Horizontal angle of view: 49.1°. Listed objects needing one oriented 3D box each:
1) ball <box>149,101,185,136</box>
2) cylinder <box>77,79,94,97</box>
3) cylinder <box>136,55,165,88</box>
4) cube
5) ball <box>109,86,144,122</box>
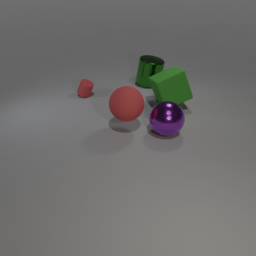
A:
[{"bbox_3d":[1.537,-0.372,11.080,1.400,1.400,1.400,0,30,0],"label":"ball"},{"bbox_3d":[-2.193,-2.056,14.443,0.700,0.700,0.700,19,33,-13],"label":"cylinder"},{"bbox_3d":[1.227,-3.182,15.702,1.400,1.400,1.400,8,32,-5],"label":"cylinder"},{"bbox_3d":[1.970,-1.893,13.091,1.400,1.400,1.400,-25,22,-2],"label":"cube"},{"bbox_3d":[-0.053,-0.953,11.045,1.400,1.400,1.400,0,30,0],"label":"ball"}]
